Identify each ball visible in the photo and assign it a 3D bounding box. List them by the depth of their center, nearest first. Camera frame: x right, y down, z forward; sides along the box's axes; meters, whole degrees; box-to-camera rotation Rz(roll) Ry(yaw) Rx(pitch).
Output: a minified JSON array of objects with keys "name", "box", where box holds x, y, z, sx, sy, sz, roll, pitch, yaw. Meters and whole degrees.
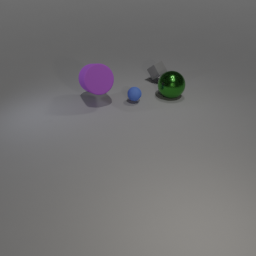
[{"name":"ball","box":[0.319,-1.680,13.809,0.700,0.700,0.700,0,31,0]},{"name":"ball","box":[2.208,-2.197,14.232,1.400,1.400,1.400,0,31,0]}]

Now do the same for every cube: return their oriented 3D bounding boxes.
[{"name":"cube","box":[1.657,-3.279,15.930,0.700,0.700,0.700,-33,5,-34]}]

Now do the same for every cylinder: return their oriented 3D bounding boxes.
[{"name":"cylinder","box":[-1.524,-2.322,13.222,1.400,1.400,1.400,-11,15,-18]}]
